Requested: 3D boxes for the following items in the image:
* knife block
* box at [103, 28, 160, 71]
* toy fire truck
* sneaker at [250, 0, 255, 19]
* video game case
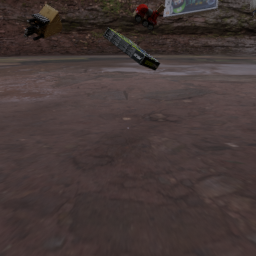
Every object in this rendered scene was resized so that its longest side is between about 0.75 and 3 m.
[{"bbox_3d":[-2.881,-3.340,9.464,0.508,1.394,1.588,32,-10,-1],"label":"knife block"},{"bbox_3d":[0.121,-1.828,6.592,1.150,0.273,1.110,41,20,15],"label":"box"},{"bbox_3d":[0.774,-3.994,9.694,0.854,0.970,0.624,23,36,-30],"label":"toy fire truck"},{"bbox_3d":[3.366,-2.567,5.770,0.931,2.312,1.693,-4,-15,-17],"label":"sneaker"},{"bbox_3d":[2.232,-4.783,9.803,1.916,1.742,0.224,3,-8,31],"label":"video game case"}]
